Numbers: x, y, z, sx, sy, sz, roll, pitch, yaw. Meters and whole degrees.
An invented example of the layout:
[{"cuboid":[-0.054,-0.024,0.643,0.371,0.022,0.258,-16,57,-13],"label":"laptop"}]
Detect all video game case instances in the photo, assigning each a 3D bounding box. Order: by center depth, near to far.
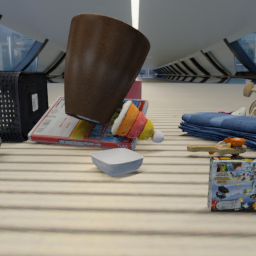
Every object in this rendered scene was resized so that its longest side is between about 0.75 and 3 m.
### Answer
[{"cuboid":[-1.027,-0.236,7.960,2.925,0.255,2.091,4,38,14],"label":"video game case"}]

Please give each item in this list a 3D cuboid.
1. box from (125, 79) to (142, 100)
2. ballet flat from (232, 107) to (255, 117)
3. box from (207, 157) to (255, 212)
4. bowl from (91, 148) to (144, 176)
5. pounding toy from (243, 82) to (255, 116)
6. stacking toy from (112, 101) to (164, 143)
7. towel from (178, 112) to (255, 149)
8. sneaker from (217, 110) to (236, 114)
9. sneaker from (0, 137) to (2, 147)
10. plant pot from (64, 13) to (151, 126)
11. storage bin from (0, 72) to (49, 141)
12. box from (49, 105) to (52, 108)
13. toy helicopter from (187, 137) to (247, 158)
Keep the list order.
[{"cuboid":[0.006,-0.983,10.448,0.892,1.637,1.046,-1,11,-7],"label":"box"},{"cuboid":[4.293,-0.390,9.930,2.021,0.727,0.727,4,12,20],"label":"ballet flat"},{"cuboid":[1.690,0.793,3.915,1.089,0.746,0.217,1,11,2],"label":"box"},{"cuboid":[-0.215,0.682,5.537,0.872,0.326,0.873,-8,13,-33],"label":"bowl"},{"cuboid":[5.146,-0.628,9.992,2.390,1.366,1.371,23,18,15],"label":"pounding toy"},{"cuboid":[0.313,-0.005,6.767,1.262,0.922,0.922,28,12,-2],"label":"stacking toy"},{"cuboid":[2.991,0.009,8.002,1.567,0.681,2.807,-9,14,-40],"label":"towel"},{"cuboid":[4.102,-0.482,11.521,0.917,0.362,0.437,5,34,29],"label":"sneaker"},{"cuboid":[-3.888,0.307,6.303,2.182,0.805,0.954,3,10,-2],"label":"sneaker"},{"cuboid":[-0.748,-1.295,7.163,2.140,2.290,2.140,16,-6,2],"label":"plant pot"},{"cuboid":[-3.512,-0.795,8.797,1.331,1.919,2.839,0,11,-2],"label":"storage bin"},{"cuboid":[-4.256,-0.998,13.815,1.746,0.362,0.338,8,14,31],"label":"box"},{"cuboid":[1.996,0.443,6.363,1.284,0.507,0.849,0,9,14],"label":"toy helicopter"}]
